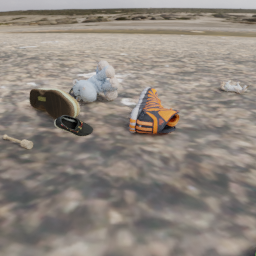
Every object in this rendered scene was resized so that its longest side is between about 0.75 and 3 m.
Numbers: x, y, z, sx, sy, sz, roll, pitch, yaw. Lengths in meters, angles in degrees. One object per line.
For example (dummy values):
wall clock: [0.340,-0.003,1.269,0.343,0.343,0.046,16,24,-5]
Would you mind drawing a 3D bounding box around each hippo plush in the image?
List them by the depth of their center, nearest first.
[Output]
hippo plush: [-1.399,-1.785,10.917,1.502,1.488,1.869,-21,39,-30]

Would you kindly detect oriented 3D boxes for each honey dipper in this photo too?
honey dipper: [-3.108,0.356,7.784,1.170,0.222,0.222,13,27,30]

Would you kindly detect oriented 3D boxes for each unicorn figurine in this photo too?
unicorn figurine: [4.703,-1.777,12.270,1.300,0.480,0.893,-4,31,27]

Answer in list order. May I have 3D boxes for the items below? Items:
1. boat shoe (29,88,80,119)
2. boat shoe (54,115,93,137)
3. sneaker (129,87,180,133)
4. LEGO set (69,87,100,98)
boat shoe: [-2.397,-0.955,9.872,1.050,0.988,2.758,-7,23,-44]
boat shoe: [-1.184,-0.040,6.384,0.943,0.345,0.296,19,-27,-36]
sneaker: [0.976,-0.488,8.980,1.384,0.958,2.471,10,36,11]
LEGO set: [-2.223,-1.607,11.641,2.062,0.584,1.339,-12,27,-26]
